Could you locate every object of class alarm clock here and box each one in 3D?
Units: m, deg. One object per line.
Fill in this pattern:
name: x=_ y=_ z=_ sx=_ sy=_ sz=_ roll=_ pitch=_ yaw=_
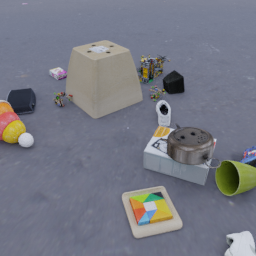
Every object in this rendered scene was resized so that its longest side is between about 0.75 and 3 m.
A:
alarm clock: x=2.048 y=0.588 z=8.613 sx=1.448 sy=0.715 sz=2.146 roll=-15 pitch=34 yaw=-22

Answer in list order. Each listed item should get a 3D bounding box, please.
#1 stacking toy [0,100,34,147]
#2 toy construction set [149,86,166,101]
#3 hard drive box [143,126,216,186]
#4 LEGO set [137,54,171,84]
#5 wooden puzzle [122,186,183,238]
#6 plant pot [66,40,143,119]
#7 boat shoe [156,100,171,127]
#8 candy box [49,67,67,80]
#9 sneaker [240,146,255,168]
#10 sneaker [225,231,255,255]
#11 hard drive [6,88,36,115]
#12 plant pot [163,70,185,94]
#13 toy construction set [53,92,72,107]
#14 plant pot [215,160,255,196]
stacking toy: x=-4.466 y=0.084 z=10.682 sx=2.141 sy=1.564 sz=1.564 roll=34 pitch=44 yaw=12
toy construction set: x=1.451 y=-1.733 z=13.728 sx=0.638 sy=0.693 sz=0.831 roll=8 pitch=23 yaw=-20
hard drive box: x=1.793 y=0.877 z=9.653 sx=2.114 sy=0.812 sz=1.648 roll=14 pitch=37 yaw=18
LEGO set: x=0.978 y=-3.574 z=15.520 sx=1.896 sy=1.428 sz=2.465 roll=29 pitch=44 yaw=35
wooden puzzle: x=0.653 y=2.322 z=8.041 sx=1.407 sy=0.283 sz=1.521 roll=-8 pitch=36 yaw=-12
plant pot: x=-1.181 y=-2.498 z=13.056 sx=2.818 sy=2.495 sz=2.815 roll=-23 pitch=41 yaw=-31
boat shoe: x=1.542 y=-0.803 z=12.219 sx=0.676 sy=0.643 sz=1.878 roll=5 pitch=35 yaw=7
candy box: x=-3.916 y=-3.072 z=15.792 sx=0.667 sy=0.298 sz=0.978 roll=-26 pitch=42 yaw=-32
sneaker: x=4.222 y=1.070 z=9.656 sx=1.715 sy=0.646 sz=0.673 roll=-18 pitch=30 yaw=-38
sneaker: x=2.728 y=3.172 z=6.663 sx=0.763 sy=0.598 sz=1.535 roll=-4 pitch=25 yaw=6
hard drive: x=-5.034 y=-1.283 z=13.108 sx=1.322 sy=0.415 sz=1.960 roll=-8 pitch=36 yaw=-11
plant pot: x=2.266 y=-2.237 z=14.158 sx=0.812 sy=0.914 sz=0.916 roll=-23 pitch=39 yaw=-11
toy construction set: x=-3.130 y=-1.422 z=13.168 sx=0.856 sy=0.714 sz=0.658 roll=-21 pitch=28 yaw=-37
plant pot: x=3.517 y=1.529 z=8.687 sx=1.142 sy=1.068 sz=1.068 roll=2 pitch=32 yaw=-22
